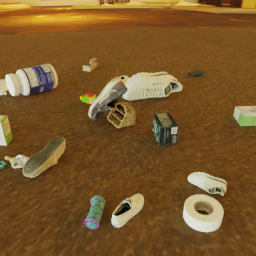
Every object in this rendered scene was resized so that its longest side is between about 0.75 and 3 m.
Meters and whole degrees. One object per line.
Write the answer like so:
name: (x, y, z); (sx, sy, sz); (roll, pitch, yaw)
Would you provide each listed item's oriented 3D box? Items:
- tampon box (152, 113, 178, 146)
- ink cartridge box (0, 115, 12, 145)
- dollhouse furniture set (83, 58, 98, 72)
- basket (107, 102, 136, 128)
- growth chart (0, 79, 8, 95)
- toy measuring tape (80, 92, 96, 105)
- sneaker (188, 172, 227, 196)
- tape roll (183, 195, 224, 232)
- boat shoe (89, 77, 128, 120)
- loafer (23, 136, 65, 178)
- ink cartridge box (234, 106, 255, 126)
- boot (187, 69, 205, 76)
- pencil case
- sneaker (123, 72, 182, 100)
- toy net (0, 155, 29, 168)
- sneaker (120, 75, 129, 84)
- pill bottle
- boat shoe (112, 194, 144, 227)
tampon box: (1.215, 0.031, 9.324); (0.603, 0.716, 0.955); (-4, 30, -7)
ink cartridge box: (-4.758, 0.063, 9.111); (1.698, 0.881, 0.503); (1, 30, 1)
dollhouse furniture set: (-2.136, -3.655, 15.996); (0.470, 0.550, 1.062); (11, 31, 16)
basket: (-0.260, -0.527, 10.325); (0.737, 0.706, 0.989); (-14, 32, -25)
growth chart: (-6.330, -1.931, 13.323); (1.536, 0.188, 2.123); (-5, 30, -8)
toy measuring tape: (-1.332, -1.219, 11.783); (1.415, 0.521, 0.521); (8, 31, 13)
sneaker: (2.027, 1.446, 7.234); (0.996, 0.380, 0.401); (10, 41, 20)
tape roll: (1.714, 1.929, 6.411); (0.880, 0.308, 0.880); (-1, 30, 0)
boat shoe: (-0.721, -0.887, 9.958); (0.693, 2.139, 0.769); (49, 40, 10)
loafer: (-2.318, 0.897, 8.053); (0.581, 0.525, 1.537); (22, 52, 31)
ink cartridge box: (4.857, -0.462, 10.462); (1.538, 0.456, 0.798); (-1, 30, -1)
boot: (3.651, -2.892, 14.995); (0.697, 0.277, 0.800); (-19, 31, -21)
pencil case: (-0.758, 1.918, 6.410); (0.354, 0.326, 0.766); (17, 30, -2)
sneaker: (1.071, -1.775, 12.272); (2.869, 1.096, 1.155); (-21, 45, -29)
toy net: (-3.577, 0.988, 8.065); (1.591, 0.307, 0.835); (-3, 30, -6)
sneaker: (-0.195, -2.450, 14.015); (0.412, 0.400, 1.129); (6, 30, 10)
pill bottle: (-4.360, -2.163, 12.723); (2.031, 1.175, 1.175); (-22, 36, -33)
boat shoe: (0.028, 1.834, 6.518); (0.407, 0.362, 1.108); (17, 34, 27)
